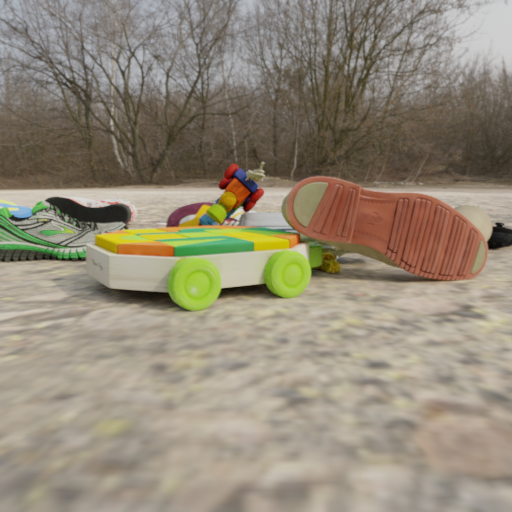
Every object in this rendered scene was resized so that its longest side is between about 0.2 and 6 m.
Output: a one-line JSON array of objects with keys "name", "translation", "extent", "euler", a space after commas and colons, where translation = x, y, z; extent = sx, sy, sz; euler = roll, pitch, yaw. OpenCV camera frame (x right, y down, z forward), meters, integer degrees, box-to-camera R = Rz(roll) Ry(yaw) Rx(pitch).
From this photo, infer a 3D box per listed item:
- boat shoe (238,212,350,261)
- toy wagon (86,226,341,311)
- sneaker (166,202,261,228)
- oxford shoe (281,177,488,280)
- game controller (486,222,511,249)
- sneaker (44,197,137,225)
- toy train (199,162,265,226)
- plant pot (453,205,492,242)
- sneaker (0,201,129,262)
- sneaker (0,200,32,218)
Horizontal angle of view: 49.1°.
[{"name": "boat shoe", "translation": [1.122, -0.309, 9.777], "extent": [2.877, 0.892, 1.036], "euler": [1, 7, 8]}, {"name": "toy wagon", "translation": [-0.441, 0.003, 8.208], "extent": [3.795, 0.751, 2.945], "euler": [-5, 10, -29]}, {"name": "sneaker", "translation": [-0.520, -0.506, 10.680], "extent": [2.383, 0.893, 1.073], "euler": [3, 14, -8]}, {"name": "oxford shoe", "translation": [1.911, -0.444, 8.453], "extent": [3.208, 1.136, 1.184], "euler": [19, -2, -9]}, {"name": "game controller", "translation": [4.290, -0.565, 12.439], "extent": [2.842, 0.598, 1.482], "euler": [8, 12, 39]}, {"name": "sneaker", "translation": [-4.770, -1.276, 16.325], "extent": [2.543, 0.849, 1.363], "euler": [4, 8, 1]}, {"name": "toy train", "translation": [-0.419, -0.945, 9.166], "extent": [0.730, 0.998, 1.724], "euler": [42, -16, -3]}, {"name": "plant pot", "translation": [3.948, -0.388, 10.752], "extent": [0.934, 0.934, 0.997], "euler": [5, 25, 31]}, {"name": "sneaker", "translation": [-3.602, -0.465, 10.255], "extent": [2.500, 1.065, 0.975], "euler": [-1, 9, -13]}, {"name": "sneaker", "translation": [-4.865, -0.627, 10.945], "extent": [1.633, 1.177, 3.108], "euler": [1, 8, 1]}]
